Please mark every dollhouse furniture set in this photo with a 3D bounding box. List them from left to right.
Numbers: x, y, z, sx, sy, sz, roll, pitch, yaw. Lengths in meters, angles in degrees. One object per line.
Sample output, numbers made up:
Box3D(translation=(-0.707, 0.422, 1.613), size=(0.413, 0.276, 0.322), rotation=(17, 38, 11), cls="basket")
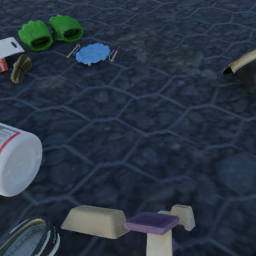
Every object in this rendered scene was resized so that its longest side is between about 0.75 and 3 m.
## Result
Box3D(translation=(-0.014, 2.518, 5.838), size=(2.386, 1.890, 1.693), rotation=(-1, 87, 29), cls="dollhouse furniture set")

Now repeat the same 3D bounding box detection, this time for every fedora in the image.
Box3D(translation=(4.477, -1.901, 8.716), size=(2.826, 2.826, 1.291), rotation=(-19, 82, -16), cls="fedora")

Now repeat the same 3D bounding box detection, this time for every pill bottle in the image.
Box3D(translation=(-3.592, 0.490, 6.724), size=(2.663, 1.516, 1.516), rotation=(17, 51, 16), cls="pill bottle")

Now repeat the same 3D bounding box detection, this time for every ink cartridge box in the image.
Box3D(translation=(-4.916, -2.452, 9.988), size=(2.243, 0.565, 1.222), rotation=(-27, 53, -23), cls="ink cartridge box")

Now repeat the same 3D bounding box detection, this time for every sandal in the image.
Box3D(translation=(-3.776, -2.063, 9.742), size=(0.364, 0.541, 1.347), rotation=(-7, 49, 23), cls="sandal")

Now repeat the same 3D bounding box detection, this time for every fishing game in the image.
Box3D(translation=(-1.287, -2.720, 10.427), size=(1.866, 0.290, 1.336), rotation=(6, 48, 16), cls="fishing game")

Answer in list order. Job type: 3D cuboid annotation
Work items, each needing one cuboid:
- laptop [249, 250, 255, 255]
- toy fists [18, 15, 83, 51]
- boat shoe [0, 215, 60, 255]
Box3D(translation=(2.647, 3.143, 4.722), size=(1.700, 0.991, 1.919), rotation=(-25, 53, -20), cls="laptop")
Box3D(translation=(-3.012, -3.770, 11.007), size=(2.417, 0.831, 1.232), rotation=(-24, 60, -22), cls="toy fists")
Box3D(translation=(-2.452, 2.793, 5.119), size=(1.062, 0.848, 2.810), rotation=(24, 53, 20), cls="boat shoe")
